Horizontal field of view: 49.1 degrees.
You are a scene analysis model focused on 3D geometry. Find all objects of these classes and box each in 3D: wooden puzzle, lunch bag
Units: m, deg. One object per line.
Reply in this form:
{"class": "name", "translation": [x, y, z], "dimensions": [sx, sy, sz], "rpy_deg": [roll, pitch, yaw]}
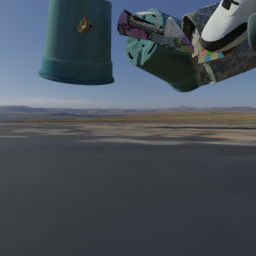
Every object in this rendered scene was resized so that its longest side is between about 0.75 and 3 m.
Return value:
{"class": "wooden puzzle", "translation": [2.025, -1.831, 6.189], "dimensions": [0.100, 0.843, 1.422], "rpy_deg": [32, -22, -35]}
{"class": "lunch bag", "translation": [2.983, -2.824, 9.148], "dimensions": [1.997, 2.435, 1.432], "rpy_deg": [-22, 7, -11]}

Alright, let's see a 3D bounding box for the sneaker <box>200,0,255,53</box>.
{"class": "sneaker", "translation": [2.303, -2.780, 5.372], "dimensions": [1.128, 2.820, 1.040], "rpy_deg": [21, 25, -39]}

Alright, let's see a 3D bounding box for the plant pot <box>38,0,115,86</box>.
{"class": "plant pot", "translation": [-1.604, -2.911, 9.184], "dimensions": [2.577, 2.524, 2.577], "rpy_deg": [6, 19, -2]}

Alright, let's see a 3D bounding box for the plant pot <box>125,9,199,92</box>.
{"class": "plant pot", "translation": [1.568, -3.083, 10.910], "dimensions": [2.748, 2.806, 2.806], "rpy_deg": [12, -6, -38]}

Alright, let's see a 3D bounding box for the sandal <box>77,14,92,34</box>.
{"class": "sandal", "translation": [-1.073, -2.618, 7.202], "dimensions": [0.287, 0.426, 1.061], "rpy_deg": [32, 23, -29]}

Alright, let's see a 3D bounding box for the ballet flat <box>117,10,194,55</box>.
{"class": "ballet flat", "translation": [0.820, -2.800, 7.959], "dimensions": [2.359, 0.839, 0.815], "rpy_deg": [20, 41, 8]}

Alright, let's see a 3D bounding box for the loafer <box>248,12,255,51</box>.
{"class": "loafer", "translation": [3.078, -1.871, 5.334], "dimensions": [0.781, 0.892, 2.484], "rpy_deg": [2, 18, 43]}
